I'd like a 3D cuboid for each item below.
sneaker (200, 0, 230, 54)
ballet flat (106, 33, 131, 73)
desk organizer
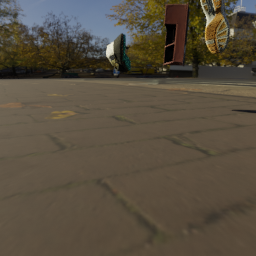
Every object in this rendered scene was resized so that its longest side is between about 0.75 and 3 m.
[{"bbox_3d":[2.788,-3.346,8.666,0.754,1.994,0.874,-1,22,30],"label":"sneaker"},{"bbox_3d":[-0.361,-2.570,9.983,0.744,0.740,2.176,2,-18,6],"label":"ballet flat"},{"bbox_3d":[1.282,-2.490,7.569,0.594,1.543,0.554,6,4,15],"label":"desk organizer"}]
